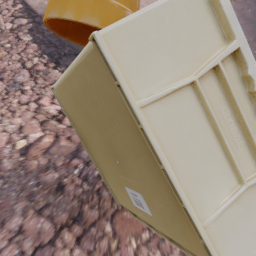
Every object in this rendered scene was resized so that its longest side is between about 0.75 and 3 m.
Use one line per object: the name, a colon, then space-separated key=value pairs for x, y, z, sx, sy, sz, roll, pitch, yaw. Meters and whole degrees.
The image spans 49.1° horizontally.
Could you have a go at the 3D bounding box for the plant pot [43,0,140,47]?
plant pot: x=-0.606 y=-3.157 z=6.734 sx=2.316 sy=2.121 sz=2.316 roll=16 pitch=2 yaw=0

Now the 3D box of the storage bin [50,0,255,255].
storage bin: x=0.341 y=0.122 z=3.479 sx=1.231 sy=2.609 sz=2.628 roll=-33 pitch=11 yaw=-20
